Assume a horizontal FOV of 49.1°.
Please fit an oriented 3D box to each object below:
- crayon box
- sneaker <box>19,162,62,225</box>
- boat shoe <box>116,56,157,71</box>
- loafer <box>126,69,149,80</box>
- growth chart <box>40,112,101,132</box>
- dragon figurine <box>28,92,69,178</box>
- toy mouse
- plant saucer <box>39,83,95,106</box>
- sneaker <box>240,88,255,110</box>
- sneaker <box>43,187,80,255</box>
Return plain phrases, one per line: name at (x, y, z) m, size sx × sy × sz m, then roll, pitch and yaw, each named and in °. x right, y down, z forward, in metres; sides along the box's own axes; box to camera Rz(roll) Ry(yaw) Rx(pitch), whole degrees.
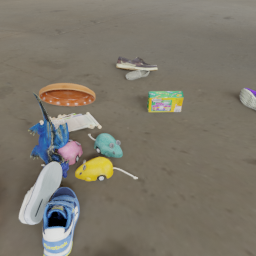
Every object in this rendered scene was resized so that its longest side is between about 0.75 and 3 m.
crayon box at (1.154, -0.816, 8.723) m, size 1.058 × 0.628 × 0.308 m, roll 0°, pitch 48°, yaw 0°
sneaker at (-1.775, 1.251, 5.582) m, size 0.481 × 0.496 × 1.358 m, roll -13°, pitch 38°, yaw 31°
boat shoe at (0.384, -2.791, 12.143) m, size 1.826 × 0.592 × 0.657 m, roll 8°, pitch 9°, yaw 15°
loafer at (0.399, -2.220, 11.488) m, size 1.061 × 0.371 × 0.370 m, roll -20°, pitch -5°, yaw -28°
growth chart at (-1.749, -0.142, 8.409) m, size 1.637 × 0.145 × 1.185 m, roll -13°, pitch 33°, yaw -20°
dragon figurine at (-1.812, 0.176, 6.574) m, size 0.646 × 2.196 × 1.092 m, roll 9°, pitch -15°, yaw -43°
toy mouse at (-0.966, 0.524, 7.047) m, size 2.240 × 0.434 × 1.991 m, roll -2°, pitch 32°, yaw -4°
plant saucer at (-1.705, -0.945, 7.926) m, size 1.556 × 0.251 × 1.556 m, roll -2°, pitch -12°, yaw 0°
sneaker at (4.441, -0.898, 9.352) m, size 0.736 × 0.515 × 1.481 m, roll -11°, pitch 38°, yaw -25°
sneaker at (-1.223, 1.560, 5.166) m, size 0.588 × 0.654 × 1.590 m, roll -5°, pitch 28°, yaw -6°
